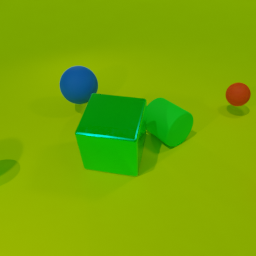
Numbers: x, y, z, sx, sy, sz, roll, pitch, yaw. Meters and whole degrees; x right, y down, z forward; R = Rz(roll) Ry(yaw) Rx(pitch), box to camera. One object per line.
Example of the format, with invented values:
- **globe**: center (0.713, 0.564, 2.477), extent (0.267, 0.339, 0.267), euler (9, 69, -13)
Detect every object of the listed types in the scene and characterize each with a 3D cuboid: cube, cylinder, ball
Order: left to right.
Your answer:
- **ball**: center (-1.500, -1.312, 8.582), extent (1.162, 1.162, 1.162), euler (0, 35, 0)
- **cube**: center (-0.323, 0.154, 6.685), extent (1.350, 1.350, 1.350), euler (7, 48, 9)
- **cylinder**: center (1.069, -0.175, 7.649), extent (1.023, 1.023, 1.023), euler (-24, 42, -30)
- **ball**: center (3.345, -1.022, 8.522), extent (0.723, 0.723, 0.723), euler (0, 35, 0)
